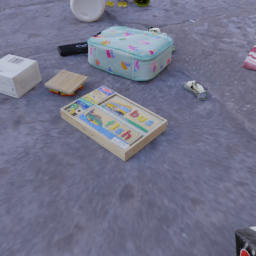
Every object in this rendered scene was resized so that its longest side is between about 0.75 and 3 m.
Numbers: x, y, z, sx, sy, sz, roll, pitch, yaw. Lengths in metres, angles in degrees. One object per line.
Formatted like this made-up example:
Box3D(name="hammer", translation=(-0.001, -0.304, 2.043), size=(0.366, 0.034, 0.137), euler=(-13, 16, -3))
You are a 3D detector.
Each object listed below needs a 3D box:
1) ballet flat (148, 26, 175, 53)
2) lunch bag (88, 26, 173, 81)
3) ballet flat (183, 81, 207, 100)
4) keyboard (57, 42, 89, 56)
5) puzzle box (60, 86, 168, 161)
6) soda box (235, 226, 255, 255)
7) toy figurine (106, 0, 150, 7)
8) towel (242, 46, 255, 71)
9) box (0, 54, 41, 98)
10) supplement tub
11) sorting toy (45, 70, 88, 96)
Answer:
Box3D(name="ballet flat", translation=(1.298, -3.657, 11.399), size=(0.667, 0.667, 1.797), euler=(-21, 45, -22))
Box3D(name="lunch bag", translation=(0.066, -2.844, 10.103), size=(2.823, 1.088, 2.264), euler=(23, 46, 24))
Box3D(name="ballet flat", translation=(2.134, -1.288, 8.873), size=(0.382, 0.382, 1.062), euler=(-19, 44, -20))
Box3D(name="keyboard", translation=(-1.786, -3.129, 11.100), size=(1.868, 0.240, 1.122), euler=(-15, 37, -15))
Box3D(name="puzzle box", translation=(-0.412, -0.259, 7.720), size=(2.556, 0.325, 1.701), euler=(31, 49, 31))
Box3D(name="soda box", translation=(3.110, 1.989, 4.517), size=(2.528, 0.800, 0.894), euler=(-7, 8, -7))
Box3D(name="toy figurine", translation=(-0.046, -7.502, 15.337), size=(2.589, 1.366, 1.551), euler=(3, 36, 2))
Box3D(name="towel", translation=(5.162, -2.552, 10.445), size=(1.338, 0.211, 1.858), euler=(22, 46, 22))
Box3D(name="box", translation=(-3.677, -1.688, 9.015), size=(1.184, 0.778, 1.191), euler=(16, 44, 18))
Box3D(name="supplement tub", translation=(-1.978, -6.327, 13.718), size=(1.602, 1.602, 2.219), euler=(-5, 41, -5))
Box3D(name="sorting toy", translation=(-1.951, -1.382, 8.990), size=(0.987, 0.345, 0.993), euler=(18, 44, 19))
